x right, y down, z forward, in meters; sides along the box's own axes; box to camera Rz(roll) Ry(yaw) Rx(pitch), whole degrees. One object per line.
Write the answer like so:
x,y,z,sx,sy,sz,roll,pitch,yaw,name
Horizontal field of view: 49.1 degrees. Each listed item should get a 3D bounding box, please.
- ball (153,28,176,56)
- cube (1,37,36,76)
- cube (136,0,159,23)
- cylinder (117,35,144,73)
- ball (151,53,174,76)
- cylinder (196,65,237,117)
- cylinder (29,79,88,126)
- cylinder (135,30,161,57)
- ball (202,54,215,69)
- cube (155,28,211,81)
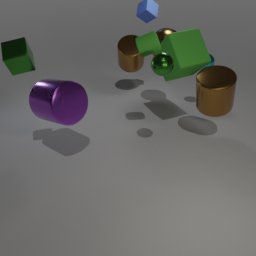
1.673,-3.679,12.371,1.400,1.400,1.400,0,30,0,ball
-3.181,-2.071,8.136,0.700,0.700,0.700,-16,63,-5,cube
0.897,-5.415,12.914,0.700,0.700,0.700,20,-19,-37,cube
0.164,-3.872,14.670,1.400,1.400,1.400,0,66,0,cylinder
1.047,-1.935,8.533,0.700,0.700,0.700,0,30,0,ball
3.259,-1.373,10.467,1.400,1.400,1.400,-7,47,7,cylinder
-2.262,-0.866,9.143,1.400,1.400,1.400,12,30,42,cylinder
0.702,-2.873,9.597,0.700,0.700,0.700,-18,26,17,cylinder
3.523,-2.964,12.526,0.700,0.700,0.700,0,30,0,ball
2.100,-2.831,10.955,1.400,1.400,1.400,-17,-6,-20,cube
